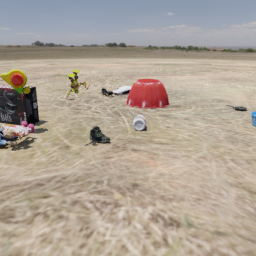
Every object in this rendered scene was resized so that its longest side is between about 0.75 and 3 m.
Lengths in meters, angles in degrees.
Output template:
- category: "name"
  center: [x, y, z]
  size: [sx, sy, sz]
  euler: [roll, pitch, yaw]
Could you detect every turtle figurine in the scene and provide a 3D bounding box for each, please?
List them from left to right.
- category: "turtle figurine"
  center: [-1.606, -1.383, 8.689]
  size: [0.328, 0.820, 1.017]
  euler: [30, 50, 29]

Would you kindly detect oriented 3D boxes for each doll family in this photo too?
- category: "doll family"
  center: [-4.420, 0.156, 9.143]
  size: [2.489, 1.122, 1.545]
  euler: [21, 14, 8]

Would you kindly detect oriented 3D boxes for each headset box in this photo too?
- category: "headset box"
  center: [-4.730, -0.970, 11.480]
  size: [2.001, 1.489, 0.773]
  euler: [7, 19, 19]

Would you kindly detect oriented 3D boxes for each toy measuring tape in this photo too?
- category: "toy measuring tape"
  center: [-4.136, -1.956, 9.683]
  size: [0.719, 1.956, 0.719]
  euler: [-36, 27, 21]

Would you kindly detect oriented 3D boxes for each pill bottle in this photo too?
- category: "pill bottle"
  center: [0.445, -0.222, 10.813]
  size: [0.471, 0.471, 0.813]
  euler: [2, 18, 5]

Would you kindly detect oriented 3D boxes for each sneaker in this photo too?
- category: "sneaker"
  center: [-0.964, 0.212, 9.446]
  size: [0.861, 0.493, 0.329]
  euler: [16, 26, 36]

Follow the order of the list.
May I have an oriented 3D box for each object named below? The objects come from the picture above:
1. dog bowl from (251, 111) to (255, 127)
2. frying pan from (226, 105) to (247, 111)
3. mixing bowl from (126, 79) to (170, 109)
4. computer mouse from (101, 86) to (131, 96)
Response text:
- category: "dog bowl"
  center: [5.767, -0.229, 10.813]
  size: [1.974, 0.489, 1.100]
  euler: [15, 23, 37]
- category: "frying pan"
  center: [5.289, -0.967, 13.667]
  size: [0.990, 0.161, 0.599]
  euler: [4, 17, 19]
- category: "mixing bowl"
  center: [1.066, -1.897, 14.786]
  size: [2.346, 1.271, 2.346]
  euler: [0, 19, 0]
- category: "computer mouse"
  center: [-0.508, -2.337, 17.427]
  size: [2.145, 0.470, 1.176]
  euler: [-8, 18, -24]
